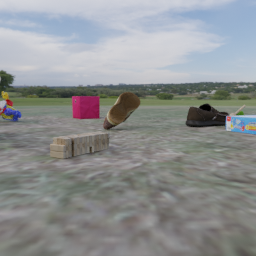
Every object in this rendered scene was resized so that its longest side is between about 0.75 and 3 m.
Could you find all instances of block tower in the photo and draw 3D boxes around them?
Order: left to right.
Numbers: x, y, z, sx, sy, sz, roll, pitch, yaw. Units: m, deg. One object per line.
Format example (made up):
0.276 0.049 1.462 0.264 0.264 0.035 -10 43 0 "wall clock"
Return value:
-0.817 0.285 5.114 0.357 0.333 1.233 5 8 34 "block tower"

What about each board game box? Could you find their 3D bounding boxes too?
4.144 -0.110 8.369 1.677 0.469 1.642 -3 6 -24 "board game box"

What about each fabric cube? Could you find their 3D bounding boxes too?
-2.227 -1.089 14.761 1.165 1.161 1.143 -3 7 -31 "fabric cube"

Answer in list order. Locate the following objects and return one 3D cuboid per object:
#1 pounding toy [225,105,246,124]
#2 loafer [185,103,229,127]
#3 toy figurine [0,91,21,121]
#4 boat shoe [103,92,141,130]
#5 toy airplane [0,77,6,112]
3.849 -0.256 9.755 0.733 0.441 0.949 -30 -29 -7 "pounding toy"
3.098 -0.511 10.521 2.339 0.834 0.854 -5 8 -42 "loafer"
-5.641 -0.585 12.232 2.778 1.465 1.664 6 -20 31 "toy figurine"
-0.241 -0.572 9.609 0.737 0.739 2.047 -47 4 39 "boat shoe"
-5.466 -1.052 10.357 1.720 1.728 1.219 -11 -9 9 "toy airplane"
